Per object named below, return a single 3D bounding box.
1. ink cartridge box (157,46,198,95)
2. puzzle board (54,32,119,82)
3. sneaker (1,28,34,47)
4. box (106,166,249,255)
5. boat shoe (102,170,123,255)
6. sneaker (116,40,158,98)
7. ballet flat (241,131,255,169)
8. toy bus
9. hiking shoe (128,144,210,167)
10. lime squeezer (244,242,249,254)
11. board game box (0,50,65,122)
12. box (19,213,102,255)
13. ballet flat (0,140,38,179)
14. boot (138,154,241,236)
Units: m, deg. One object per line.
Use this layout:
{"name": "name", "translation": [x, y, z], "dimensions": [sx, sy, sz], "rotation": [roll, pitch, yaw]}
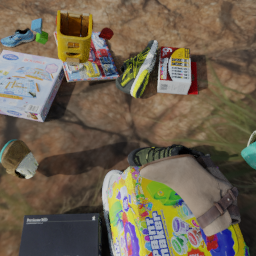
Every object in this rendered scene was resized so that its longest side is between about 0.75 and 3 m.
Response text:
{"name": "ink cartridge box", "translation": [2.071, -2.331, 11.355], "dimensions": [1.643, 0.785, 1.871], "rotation": [5, 59, 2]}
{"name": "puzzle board", "translation": [-1.755, -3.109, 11.781], "dimensions": [2.170, 0.251, 2.880], "rotation": [-7, 58, -23]}
{"name": "sneaker", "translation": [-4.969, -4.110, 12.464], "dimensions": [1.448, 0.651, 0.568], "rotation": [-24, 63, -13]}
{"name": "box", "translation": [1.193, 2.704, 7.283], "dimensions": [2.851, 1.806, 2.960], "rotation": [3, 58, -25]}
{"name": "boat shoe", "translation": [-0.194, 2.512, 8.439], "dimensions": [1.057, 0.959, 2.874], "rotation": [-9, 60, -5]}
{"name": "sneaker", "translation": [0.393, -2.577, 11.335], "dimensions": [1.217, 1.071, 2.877], "rotation": [18, 61, 10]}
{"name": "ballet flat", "translation": [5.034, 0.245, 9.780], "dimensions": [2.948, 0.993, 1.038], "rotation": [-36, 57, -20]}
{"name": "toy bus", "translation": [-1.872, -2.817, 9.665], "dimensions": [2.344, 2.484, 1.284], "rotation": [-14, 67, 32]}
{"name": "hiking shoe", "translation": [1.292, 0.897, 9.170], "dimensions": [2.614, 1.316, 0.990], "rotation": [2, 60, 1]}
{"name": "lime squeezer", "translation": [3.335, 3.642, 8.194], "dimensions": [0.516, 0.276, 1.461], "rotation": [-29, 65, -16]}
{"name": "board game box", "translation": [-4.192, -1.745, 11.113], "dimensions": [2.780, 0.572, 2.773], "rotation": [12, 60, 6]}
{"name": "box", "translation": [-1.814, 3.489, 7.775], "dimensions": [2.150, 1.119, 1.958], "rotation": [-1, 61, -1]}
{"name": "ballet flat", "translation": [-3.069, 1.041, 8.076], "dimensions": [0.916, 2.534, 0.859], "rotation": [38, 60, -4]}
{"name": "boot", "translation": [1.575, 1.571, 6.507], "dimensions": [2.472, 0.868, 1.807], "rotation": [-3, 61, -29]}
